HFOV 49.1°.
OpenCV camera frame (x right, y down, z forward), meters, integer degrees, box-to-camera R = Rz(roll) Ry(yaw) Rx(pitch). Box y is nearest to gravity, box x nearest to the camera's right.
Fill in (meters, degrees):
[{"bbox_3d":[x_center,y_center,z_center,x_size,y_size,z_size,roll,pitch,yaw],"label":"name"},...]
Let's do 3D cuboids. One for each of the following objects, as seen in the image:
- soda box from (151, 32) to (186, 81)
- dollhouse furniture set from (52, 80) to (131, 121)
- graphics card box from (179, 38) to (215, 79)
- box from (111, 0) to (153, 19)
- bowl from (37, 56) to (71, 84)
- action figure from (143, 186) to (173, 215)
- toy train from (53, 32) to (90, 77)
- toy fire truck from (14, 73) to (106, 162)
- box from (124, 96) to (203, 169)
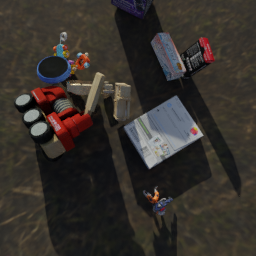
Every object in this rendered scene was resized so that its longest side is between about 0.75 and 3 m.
[{"bbox_3d":[1.278,-2.295,8.956,0.473,0.509,1.487,-14,75,-27],"label":"soda box"},{"bbox_3d":[-1.133,-0.779,8.050,2.167,1.848,1.058,0,102,-10],"label":"dollhouse furniture set"},{"bbox_3d":[2.048,-2.118,8.644,0.313,1.229,0.771,-6,75,-33],"label":"graphics card box"},{"bbox_3d":[0.205,-4.532,8.887,1.268,1.714,0.894,27,77,3],"label":"box"},{"bbox_3d":[-2.231,-1.780,8.425,1.006,0.198,1.006,1,58,-1],"label":"bowl"},{"bbox_3d":[0.863,2.101,8.008,0.835,0.437,0.808,-3,60,-42],"label":"action figure"},{"bbox_3d":[-1.744,-2.265,8.883,1.084,0.401,1.443,-46,73,28],"label":"toy train"},{"bbox_3d":[-1.744,-0.609,7.874,2.393,1.540,2.106,-30,51,-14],"label":"toy fire truck"},{"bbox_3d":[1.054,0.125,8.511,1.915,0.394,1.493,-32,82,-6],"label":"box"}]
